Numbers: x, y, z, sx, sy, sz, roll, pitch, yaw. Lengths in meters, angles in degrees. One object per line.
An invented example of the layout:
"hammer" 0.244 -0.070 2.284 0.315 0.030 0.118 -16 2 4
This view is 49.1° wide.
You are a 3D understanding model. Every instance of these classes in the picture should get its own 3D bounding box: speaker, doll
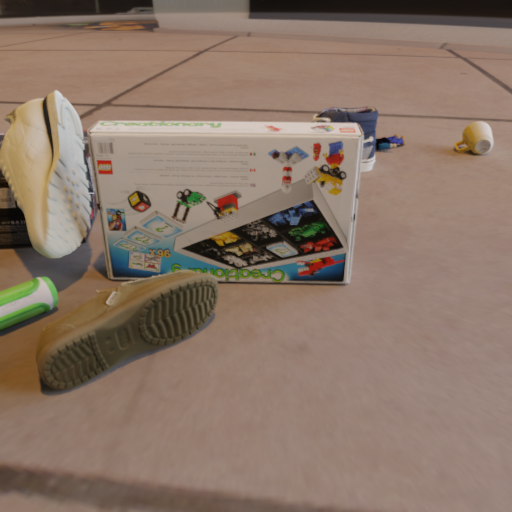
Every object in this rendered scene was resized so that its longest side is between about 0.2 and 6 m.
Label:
"speaker" -3.102 0.646 7.040 1.119 0.495 0.495 -25 37 -38
"doll" 3.055 -2.689 13.383 1.145 0.277 0.781 -17 32 -29

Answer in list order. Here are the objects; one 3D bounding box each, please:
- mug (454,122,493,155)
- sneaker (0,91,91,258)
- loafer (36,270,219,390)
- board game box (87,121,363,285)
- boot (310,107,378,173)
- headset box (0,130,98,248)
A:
"mug" 5.183 -2.650 13.140 0.655 0.818 0.672 29 35 -15
"sneaker" -3.071 -1.097 7.994 1.059 1.005 2.630 -13 63 6
"loafer" -1.493 0.682 6.550 2.329 0.886 0.786 -21 38 -34
"board game box" -0.392 -0.694 7.690 3.482 2.198 0.603 1 29 2
"boot" 1.143 -2.426 11.793 2.930 1.323 1.066 -8 30 -15
"headset box" -4.008 -1.350 9.965 2.321 1.171 3.123 -3 29 -6
